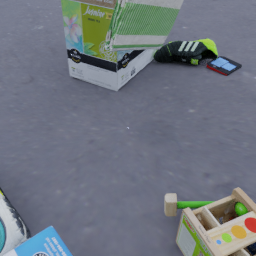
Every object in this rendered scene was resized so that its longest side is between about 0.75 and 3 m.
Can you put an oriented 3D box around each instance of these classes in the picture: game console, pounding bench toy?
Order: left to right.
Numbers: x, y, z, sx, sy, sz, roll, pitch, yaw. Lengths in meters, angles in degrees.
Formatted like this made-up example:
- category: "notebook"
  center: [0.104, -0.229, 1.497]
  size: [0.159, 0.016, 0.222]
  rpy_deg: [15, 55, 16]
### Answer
- category: "pounding bench toy"
  center: [1.463, 1.558, 4.606]
  size: [1.226, 0.977, 1.572]
  rpy_deg: [-16, 42, -19]
- category: "game console"
  center: [3.367, -2.207, 9.849]
  size: [1.023, 0.159, 0.905]
  rpy_deg: [-31, 48, -31]

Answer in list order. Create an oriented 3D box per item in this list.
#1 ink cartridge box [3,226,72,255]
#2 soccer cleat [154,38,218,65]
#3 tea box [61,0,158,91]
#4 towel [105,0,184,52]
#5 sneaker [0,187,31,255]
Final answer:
- category: "ink cartridge box"
  center: [-1.489, 2.707, 3.104]
  size: [2.580, 1.087, 1.866]
  rpy_deg: [-27, 47, -29]
- category: "soccer cleat"
  center: [2.052, -2.609, 9.871]
  size: [2.261, 0.764, 0.917]
  rpy_deg: [-11, 58, -3]
- category: "tea box"
  center: [-0.391, -3.279, 8.998]
  size: [1.954, 2.877, 2.925]
  rpy_deg: [20, 44, 22]
- category: "towel"
  center: [0.647, -3.193, 6.376]
  size: [2.257, 2.959, 0.346]
  rpy_deg: [-18, 48, -45]
- category: "sneaker"
  center: [-2.739, 1.335, 4.970]
  size: [0.993, 0.967, 2.494]
  rpy_deg: [-35, 51, -24]
